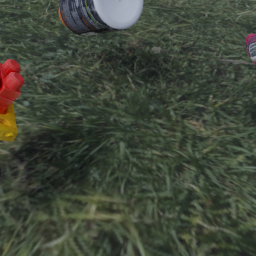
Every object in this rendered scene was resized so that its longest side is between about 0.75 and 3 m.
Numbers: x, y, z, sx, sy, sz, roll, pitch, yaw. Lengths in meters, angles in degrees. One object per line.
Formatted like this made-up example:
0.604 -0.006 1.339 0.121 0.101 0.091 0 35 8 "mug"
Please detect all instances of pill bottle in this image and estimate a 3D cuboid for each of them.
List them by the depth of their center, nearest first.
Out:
-1.012 -3.540 8.168 1.576 1.576 2.966 -31 27 -26 "pill bottle"

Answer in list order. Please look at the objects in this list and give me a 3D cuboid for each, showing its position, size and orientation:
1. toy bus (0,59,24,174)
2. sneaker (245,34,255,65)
-2.803 -0.086 5.066 2.414 1.706 2.515 -34 59 21 "toy bus"
3.169 -1.937 5.123 2.030 0.818 0.758 -32 66 24 "sneaker"
